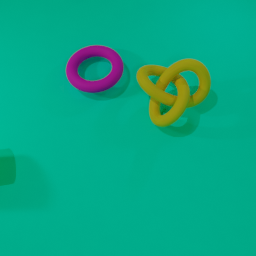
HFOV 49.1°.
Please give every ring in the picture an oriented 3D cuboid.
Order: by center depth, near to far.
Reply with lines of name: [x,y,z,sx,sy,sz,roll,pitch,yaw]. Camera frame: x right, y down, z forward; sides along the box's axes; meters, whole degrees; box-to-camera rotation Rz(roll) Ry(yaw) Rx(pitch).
ring: [-0.930,-1.675,7.844,1.622,0.324,1.622,-1,61,2]

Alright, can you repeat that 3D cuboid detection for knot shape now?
knot shape: [1.250,-1.044,7.231,1.778,0.878,1.900,-19,69,8]
